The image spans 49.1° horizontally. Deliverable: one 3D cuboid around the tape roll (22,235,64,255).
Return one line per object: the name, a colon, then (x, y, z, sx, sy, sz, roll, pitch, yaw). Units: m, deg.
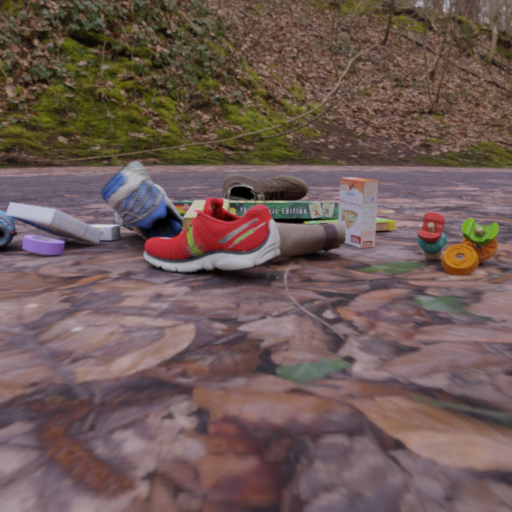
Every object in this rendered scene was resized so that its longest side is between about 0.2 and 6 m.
tape roll: (-4.510, -0.232, 11.893, 0.812, 0.266, 0.812, 10, 7, -1)

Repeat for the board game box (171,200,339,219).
board game box: (-0.084, -1.377, 16.582, 4.897, 0.574, 2.565, 1, 8, 4)

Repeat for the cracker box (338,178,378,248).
cracker box: (2.324, -1.007, 12.890, 0.439, 1.520, 1.018, -5, 13, -21)

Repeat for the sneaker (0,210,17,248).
sneaker: (-6.580, -0.557, 11.763, 2.869, 1.138, 1.371, -7, 15, -27)

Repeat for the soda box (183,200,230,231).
soda box: (-1.085, -0.701, 12.893, 0.912, 0.862, 2.693, -1, 14, 0)

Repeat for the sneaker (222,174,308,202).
sneaker: (0.323, -2.287, 20.878, 3.225, 1.136, 1.218, 3, 38, 3)

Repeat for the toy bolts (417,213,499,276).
toy bolts: (3.774, -0.055, 10.822, 1.450, 1.006, 1.385, 19, 61, 32)

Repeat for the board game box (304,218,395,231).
board game box: (2.455, -0.802, 14.843, 2.204, 0.330, 1.053, -1, 8, -17)

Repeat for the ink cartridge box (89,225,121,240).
ink cartridge box: (-3.793, -0.573, 13.650, 0.820, 0.342, 0.595, 1, 9, 7)

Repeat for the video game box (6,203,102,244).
video game box: (-4.584, -0.736, 12.740, 1.592, 0.373, 1.450, 10, -10, 32)

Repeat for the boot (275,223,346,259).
boot: (0.968, -0.378, 11.155, 1.610, 0.774, 2.203, -7, 0, 8)

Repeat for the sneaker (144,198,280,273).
sneaker: (-0.862, -0.412, 10.301, 3.032, 1.287, 1.167, -4, 8, 34)

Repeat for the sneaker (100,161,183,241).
sneaker: (-2.452, -0.849, 13.026, 1.399, 1.547, 3.631, -42, -6, -2)
